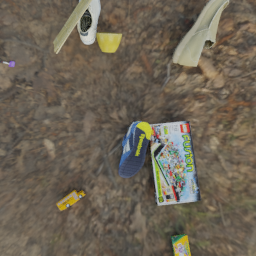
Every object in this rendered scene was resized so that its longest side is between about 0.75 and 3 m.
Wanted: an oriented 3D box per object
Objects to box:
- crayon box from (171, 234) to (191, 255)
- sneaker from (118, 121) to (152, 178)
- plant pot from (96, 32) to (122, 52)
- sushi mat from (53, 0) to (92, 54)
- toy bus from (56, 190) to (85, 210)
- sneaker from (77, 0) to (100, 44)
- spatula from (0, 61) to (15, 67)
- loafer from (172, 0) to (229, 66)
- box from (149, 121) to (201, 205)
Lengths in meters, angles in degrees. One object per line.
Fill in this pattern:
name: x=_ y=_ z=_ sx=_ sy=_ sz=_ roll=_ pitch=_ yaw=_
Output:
crayon box: x=1.672 y=3.796 z=8.781 sx=0.489 sy=0.240 sz=0.823 roll=-8 pitch=80 yaw=-1
sneaker: x=0.169 y=0.680 z=9.159 sx=0.725 sy=0.807 sz=1.962 roll=17 pitch=98 yaw=-26
plant pot: x=-0.666 y=-2.983 z=9.767 sx=0.890 sy=0.890 sz=0.632 roll=3 pitch=111 yaw=1
sushi mat: x=-1.671 y=-3.663 z=9.105 sx=0.160 sy=1.268 sz=2.651 roll=30 pitch=111 yaw=-29
toy bus: x=-1.824 y=2.298 z=9.030 sx=0.898 sy=0.292 sz=0.351 roll=-36 pitch=81 yaw=-6
sneaker: x=-1.388 y=-4.115 z=9.937 sx=0.793 sy=0.769 sz=2.171 roll=-3 pitch=80 yaw=-1
spatula: x=-4.380 y=-2.325 z=9.971 sx=0.751 sy=0.077 sz=0.212 roll=12 pitch=78 yaw=2
loafer: x=2.652 y=-3.289 z=9.694 sx=0.987 sy=1.093 sz=2.890 roll=35 pitch=91 yaw=5
box: x=1.473 y=1.117 z=9.158 sx=1.421 sy=0.448 sz=2.581 roll=-6 pitch=80 yaw=-1
